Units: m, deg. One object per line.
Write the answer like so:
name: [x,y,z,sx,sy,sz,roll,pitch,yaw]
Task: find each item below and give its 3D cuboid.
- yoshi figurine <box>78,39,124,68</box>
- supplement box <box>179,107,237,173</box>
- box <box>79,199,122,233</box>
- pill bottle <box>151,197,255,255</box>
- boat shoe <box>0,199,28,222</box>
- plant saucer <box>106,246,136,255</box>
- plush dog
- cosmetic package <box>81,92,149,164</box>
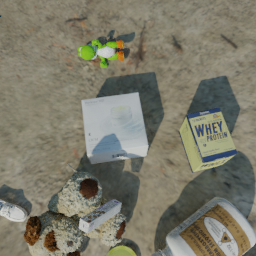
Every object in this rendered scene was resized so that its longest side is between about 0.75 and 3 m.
yoshi figurine: [-1.089,-2.973,11.010,1.857,1.040,1.044,-3,75,2]
supplement box: [2.563,0.443,9.313,1.095,1.630,1.632,-13,69,-5]
box: [-0.723,2.374,7.667,0.304,1.569,0.325,19,106,27]
pill bottle: [2.037,3.499,8.115,2.929,1.675,1.675,-33,72,-11]
boat shoe: [-3.960,2.649,9.077,1.400,0.485,0.496,19,70,7]
plant saucer: [-0.204,4.204,8.650,1.055,0.164,1.055,0,69,0]
plush dog: [-1.829,2.720,8.237,2.345,2.923,2.511,18,56,44]
cosmetic package: [-0.463,0.004,9.710,1.998,1.232,2.005,-8,68,-4]
